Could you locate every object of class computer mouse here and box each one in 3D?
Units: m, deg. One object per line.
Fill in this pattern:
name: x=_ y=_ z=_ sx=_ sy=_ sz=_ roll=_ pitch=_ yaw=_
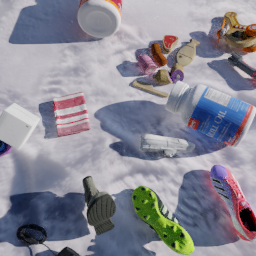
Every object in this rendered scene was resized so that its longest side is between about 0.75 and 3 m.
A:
computer mouse: x=-1.845 y=3.168 z=7.084 sx=2.414 sy=0.411 sz=0.708 roll=28 pitch=74 yaw=21

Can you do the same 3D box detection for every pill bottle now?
pill bottle: x=2.441 y=-0.507 z=8.568 sx=2.432 sy=1.365 sz=1.365 roll=26 pitch=63 yaw=15
pill bottle: x=-1.013 y=-5.129 z=11.064 sx=1.627 sy=1.627 sz=2.881 roll=2 pitch=59 yaw=1

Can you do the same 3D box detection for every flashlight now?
flashlight: x=4.362 y=-2.121 z=9.996 sx=0.546 sy=0.544 sz=1.608 roll=-48 pitch=62 yaw=11

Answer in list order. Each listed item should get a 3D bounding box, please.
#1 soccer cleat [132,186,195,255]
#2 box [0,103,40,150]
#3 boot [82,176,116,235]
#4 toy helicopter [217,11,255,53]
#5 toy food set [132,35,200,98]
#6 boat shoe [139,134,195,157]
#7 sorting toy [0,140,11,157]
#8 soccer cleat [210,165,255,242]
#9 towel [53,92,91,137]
soccer cleat: x=0.849 y=2.396 z=7.297 sx=0.746 sy=0.895 sz=2.208 roll=-41 pitch=46 yaw=-4
box: x=-3.264 y=-0.053 z=8.186 sx=0.917 sy=0.785 sz=0.912 roll=33 pitch=106 yaw=-12
boot: x=-0.850 y=1.706 z=6.826 sx=0.676 sy=1.997 sz=1.304 roll=-19 pitch=56 yaw=-17
toy helicopter: x=4.104 y=-3.844 z=10.930 sx=1.537 sy=0.917 sz=2.324 roll=-7 pitch=49 yaw=7
toy food set: x=1.359 y=-2.536 z=10.239 sx=1.875 sy=0.464 sz=2.949 roll=21 pitch=62 yaw=12
boat shoe: x=1.160 y=0.572 z=8.435 sx=1.673 sy=0.602 sz=0.573 roll=9 pitch=83 yaw=-3
sorting toy: x=-4.616 y=-0.226 z=8.652 sx=0.946 sy=0.940 sz=2.729 roll=-39 pitch=66 yaw=-20
soccer cleat: x=2.881 y=1.896 z=7.487 sx=0.726 sy=0.833 sz=2.178 roll=-13 pitch=61 yaw=-7
towel: x=-1.853 y=-0.479 z=9.095 sx=1.061 sy=0.168 sz=1.473 roll=-13 pitch=63 yaw=-4
